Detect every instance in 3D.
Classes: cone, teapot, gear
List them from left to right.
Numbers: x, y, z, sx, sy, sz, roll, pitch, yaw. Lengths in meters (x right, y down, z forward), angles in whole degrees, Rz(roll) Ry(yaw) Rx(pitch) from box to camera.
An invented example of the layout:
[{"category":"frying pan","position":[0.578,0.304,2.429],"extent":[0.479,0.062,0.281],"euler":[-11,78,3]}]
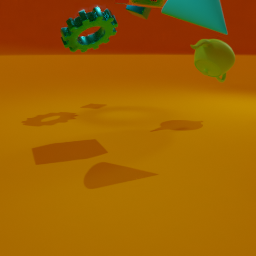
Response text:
[{"category":"gear","position":[-1.335,-3.348,9.735],"extent":[1.978,0.366,1.978],"euler":[-22,-10,-4]},{"category":"cone","position":[1.495,-2.236,5.362],"extent":[1.211,1.216,1.211],"euler":[-44,3,3]},{"category":"teapot","position":[2.642,-2.179,8.918],"extent":[2.085,1.021,1.296],"euler":[39,-12,-37]}]

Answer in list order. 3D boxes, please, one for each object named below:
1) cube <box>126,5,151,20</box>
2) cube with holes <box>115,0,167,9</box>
[{"category":"cube","position":[0.500,-5.138,11.713],"extent":[0.794,0.794,0.794],"euler":[25,14,15]},{"category":"cube with holes","position":[0.441,-3.482,6.576],"extent":[1.154,1.154,1.154],"euler":[-2,24,-19]}]
